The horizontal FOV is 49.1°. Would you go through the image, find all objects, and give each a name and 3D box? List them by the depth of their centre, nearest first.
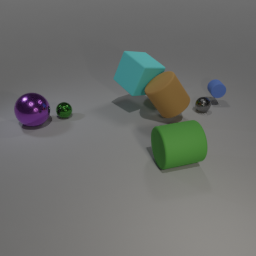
[{"bbox_3d":[1.625,0.532,9.123,1.400,1.400,1.400,-10,31,-12],"label":"cylinder"},{"bbox_3d":[-3.892,-0.741,11.416,1.400,1.400,1.400,0,30,0],"label":"ball"},{"bbox_3d":[1.625,-1.366,11.535,1.400,1.400,1.400,-30,28,18],"label":"cylinder"},{"bbox_3d":[-2.772,-0.776,12.161,0.700,0.700,0.700,0,30,0],"label":"ball"},{"bbox_3d":[0.481,-2.377,12.222,1.400,1.400,1.400,-11,47,-45],"label":"cube"},{"bbox_3d":[3.385,-1.059,12.660,0.700,0.700,0.700,0,30,0],"label":"ball"},{"bbox_3d":[4.156,-1.845,13.145,0.700,0.700,0.700,0,27,0],"label":"cylinder"}]
